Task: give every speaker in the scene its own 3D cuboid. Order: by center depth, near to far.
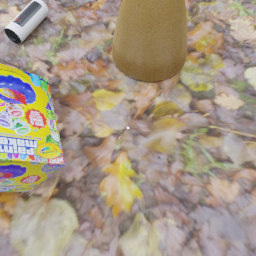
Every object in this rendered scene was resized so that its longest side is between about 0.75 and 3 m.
[{"bbox_3d":[-3.366,-3.565,9.362,0.659,0.659,1.622,25,65,13],"label":"speaker"}]

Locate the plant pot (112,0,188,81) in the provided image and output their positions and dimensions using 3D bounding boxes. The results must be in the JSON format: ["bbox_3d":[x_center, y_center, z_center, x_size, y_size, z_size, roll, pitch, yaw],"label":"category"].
[{"bbox_3d":[0.715,-3.092,7.986,2.422,2.599,2.422,1,60,-1],"label":"plant pot"}]

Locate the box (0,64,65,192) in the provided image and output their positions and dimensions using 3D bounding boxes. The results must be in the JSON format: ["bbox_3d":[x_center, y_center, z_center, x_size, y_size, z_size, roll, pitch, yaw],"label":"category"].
[{"bbox_3d":[-3.103,-0.045,6.130,2.623,1.600,2.526,12,49,-46],"label":"box"}]
